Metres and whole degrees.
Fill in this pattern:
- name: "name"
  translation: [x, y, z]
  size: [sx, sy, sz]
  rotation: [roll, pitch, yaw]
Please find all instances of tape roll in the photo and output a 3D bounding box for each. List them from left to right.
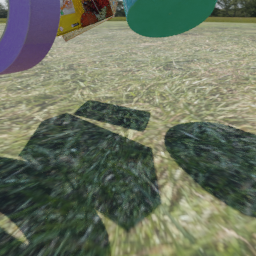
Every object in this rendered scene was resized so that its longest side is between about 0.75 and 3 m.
- name: "tape roll"
  translation: [-2.876, -2.561, 5.733]
  size: [2.925, 2.925, 0.959]
  rotation: [10, 19, 20]

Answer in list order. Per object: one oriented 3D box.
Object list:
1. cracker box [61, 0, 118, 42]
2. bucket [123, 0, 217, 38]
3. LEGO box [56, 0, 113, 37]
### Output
- name: "cracker box"
  translation: [-1.351, -3.826, 9.507]
  size: [1.954, 0.564, 1.309]
  rotation: [-19, 38, 20]
- name: "bucket"
  translation: [1.044, -3.916, 7.681]
  size: [2.831, 1.842, 2.831]
  rotation: [-7, -11, -1]
- name: "LEGO box"
  translation: [-2.018, -3.647, 7.756]
  size: [2.693, 2.006, 1.039]
  rotation: [-1, 29, 37]
